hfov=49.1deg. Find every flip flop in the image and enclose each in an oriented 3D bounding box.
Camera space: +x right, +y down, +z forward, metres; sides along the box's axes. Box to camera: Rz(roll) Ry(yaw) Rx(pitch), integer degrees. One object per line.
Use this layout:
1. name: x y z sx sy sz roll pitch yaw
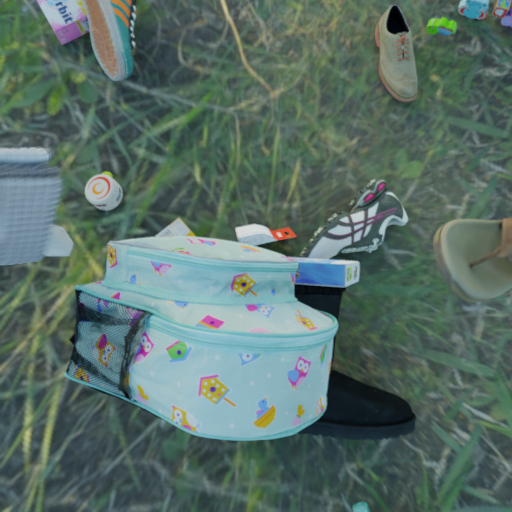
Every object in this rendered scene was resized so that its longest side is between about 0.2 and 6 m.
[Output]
1. flip flop: 3.155 -0.059 6.621 2.554 0.735 1.036 -1 66 -23

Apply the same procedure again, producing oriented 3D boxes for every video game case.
1. video game case: 0.752 0.233 9.223 1.700 1.541 0.386 3 91 17

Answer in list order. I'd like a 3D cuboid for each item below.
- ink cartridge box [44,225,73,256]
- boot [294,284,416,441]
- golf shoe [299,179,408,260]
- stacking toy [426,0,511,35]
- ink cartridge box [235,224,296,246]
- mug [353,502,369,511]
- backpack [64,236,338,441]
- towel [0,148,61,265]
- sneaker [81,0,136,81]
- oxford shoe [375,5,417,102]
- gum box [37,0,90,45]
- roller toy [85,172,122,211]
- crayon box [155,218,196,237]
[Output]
1. ink cartridge box: -3.496 -0.413 8.533 0.988 1.216 0.347 0 54 6
2. boot: 1.175 1.686 9.447 3.041 1.125 2.492 2 90 7
3. golf shoe: 1.779 -0.395 10.367 2.355 0.909 1.037 -41 84 -10
4. stacking toy: 5.028 -5.134 11.784 2.577 0.605 1.943 20 75 7
5. ink cartridge box: 0.153 -0.435 10.402 1.022 0.831 0.292 -16 106 -2
6. mug: 1.964 4.846 8.899 1.199 0.902 1.459 11 63 25
7. backpack: -0.526 0.983 7.230 3.108 2.732 2.383 22 101 37
8. towel: -3.349 -0.527 7.100 1.458 1.761 0.753 -6 55 -36
9. sneaker: -2.846 -4.962 11.479 1.088 0.971 2.722 -17 93 -38
10. oxford shoe: 2.863 -4.116 11.383 0.708 0.752 2.011 -12 76 -3
11. gum box: -4.110 -5.331 11.828 0.847 0.494 1.493 -30 78 -6
12. roller toy: -2.925 -1.203 10.774 0.676 0.472 0.617 -37 71 -1
13. crayon box: -1.385 -0.177 10.623 0.594 0.244 0.945 -40 78 -9
